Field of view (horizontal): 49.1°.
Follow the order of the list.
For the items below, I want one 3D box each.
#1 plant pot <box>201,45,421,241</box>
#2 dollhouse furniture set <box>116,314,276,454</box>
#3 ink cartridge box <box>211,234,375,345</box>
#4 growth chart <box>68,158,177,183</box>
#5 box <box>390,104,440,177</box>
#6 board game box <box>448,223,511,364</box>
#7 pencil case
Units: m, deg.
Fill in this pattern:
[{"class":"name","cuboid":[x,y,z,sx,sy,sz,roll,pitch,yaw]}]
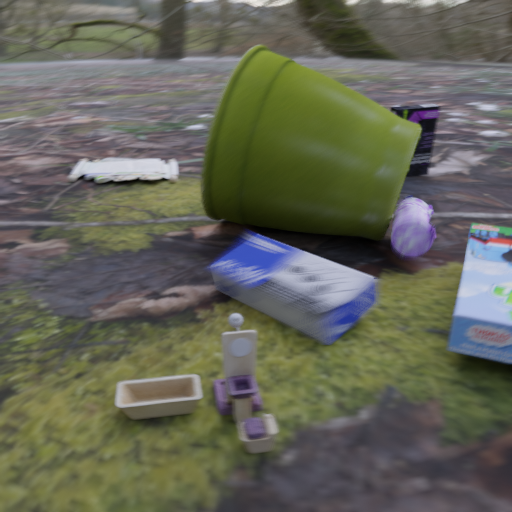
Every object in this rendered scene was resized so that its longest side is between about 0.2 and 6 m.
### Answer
[{"class":"plant pot","cuboid":[1.114,-1.693,9.981,3.102,3.221,3.221,20,28,11]},{"class":"dollhouse furniture set","cuboid":[-0.634,1.198,5.403,1.474,1.046,1.168,-4,24,-9]},{"class":"ink cartridge box","cuboid":[0.461,0.389,7.708,2.131,0.471,1.002,22,46,41]},{"class":"growth chart","cuboid":[-3.244,-2.119,13.880,2.738,0.243,1.982,0,24,0]},{"class":"box","cuboid":[3.714,-2.743,13.480,1.225,1.714,0.309,-10,30,-19]},{"class":"board game box","cuboid":[3.816,0.474,7.106,2.336,0.565,3.088,10,27,20]},{"class":"pencil case","cuboid":[2.598,-0.499,9.258,0.682,0.669,1.595,-6,18,19]}]
